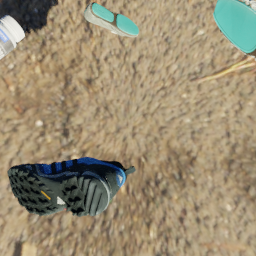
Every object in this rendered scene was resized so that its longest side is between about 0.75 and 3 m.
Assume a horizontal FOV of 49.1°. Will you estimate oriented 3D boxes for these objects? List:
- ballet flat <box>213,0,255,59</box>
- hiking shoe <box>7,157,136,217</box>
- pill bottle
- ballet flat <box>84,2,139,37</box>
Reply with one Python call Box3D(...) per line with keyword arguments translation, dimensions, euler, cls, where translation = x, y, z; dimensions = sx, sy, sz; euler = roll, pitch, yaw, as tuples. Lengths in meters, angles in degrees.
Box3D(translation=(2.644, -1.640, 5.213), dimensions=(0.864, 0.864, 2.408), euler=(-42, 79, -11), cls="ballet flat")
Box3D(translation=(-1.110, 0.981, 4.956), dimensions=(2.428, 1.053, 0.903), euler=(0, 104, 33), cls="hiking shoe")
Box3D(translation=(-2.745, -1.761, 5.757), dimensions=(0.648, 0.648, 1.138), euler=(38, 72, 10), cls="pill bottle")
Box3D(translation=(-0.392, -2.510, 6.654), dimensions=(1.416, 0.451, 0.477), euler=(16, 72, -34), cls="ballet flat")
